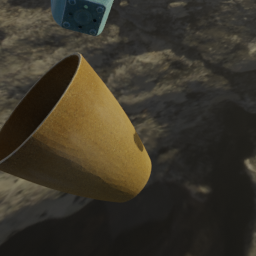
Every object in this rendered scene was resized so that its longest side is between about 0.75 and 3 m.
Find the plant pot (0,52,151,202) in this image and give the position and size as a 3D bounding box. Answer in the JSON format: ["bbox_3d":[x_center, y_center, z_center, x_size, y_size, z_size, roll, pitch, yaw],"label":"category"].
[{"bbox_3d":[-0.748,0.321,5.043,2.243,2.407,2.243,-34,31,25],"label":"plant pot"}]

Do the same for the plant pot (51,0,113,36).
[{"bbox_3d":[-0.926,-2.718,5.840,1.310,1.314,1.338,10,55,-19],"label":"plant pot"}]
